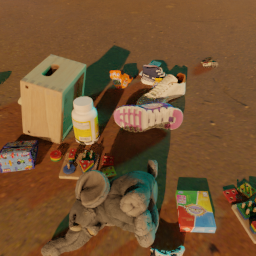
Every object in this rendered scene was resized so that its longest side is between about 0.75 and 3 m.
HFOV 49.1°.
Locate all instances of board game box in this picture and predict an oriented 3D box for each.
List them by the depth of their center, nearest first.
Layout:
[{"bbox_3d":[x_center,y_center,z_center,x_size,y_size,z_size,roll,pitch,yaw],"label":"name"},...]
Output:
[{"bbox_3d":[1.892,2.350,7.965,0.956,0.252,1.249,1,37,1],"label":"board game box"}]

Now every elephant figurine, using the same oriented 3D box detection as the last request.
[{"bbox_3d":[-0.670,2.045,7.292,2.740,1.939,2.126,-5,5,19],"label":"elephant figurine"}]

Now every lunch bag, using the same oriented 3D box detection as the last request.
[{"bbox_3d":[-3.774,0.845,9.801,1.106,0.691,1.470,-6,25,-7],"label":"lunch bag"}]

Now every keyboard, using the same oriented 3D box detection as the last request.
[{"bbox_3d":[1.278,-3.347,15.763,0.581,0.110,2.065,16,40,20],"label":"keyboard"}]

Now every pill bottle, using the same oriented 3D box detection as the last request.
[{"bbox_3d":[-1.568,-0.276,10.314,0.924,1.660,0.924,0,37,0],"label":"pill bottle"}]

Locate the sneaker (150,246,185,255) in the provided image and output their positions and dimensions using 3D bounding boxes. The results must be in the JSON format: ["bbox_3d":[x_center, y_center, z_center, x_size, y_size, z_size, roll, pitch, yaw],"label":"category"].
[{"bbox_3d":[0.866,3.077,6.849,1.010,0.403,0.657,-34,56,-24],"label":"sneaker"}]

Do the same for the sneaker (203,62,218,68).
[{"bbox_3d":[4.716,-3.663,16.020,0.858,0.330,0.364,0,32,0],"label":"sneaker"}]

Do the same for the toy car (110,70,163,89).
[{"bbox_3d":[0.334,-2.219,13.491,2.497,0.831,1.225,10,-5,22],"label":"toy car"}]

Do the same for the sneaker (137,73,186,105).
[{"bbox_3d":[1.515,-1.774,12.725,2.885,1.222,1.051,-29,48,-32],"label":"sneaker"}]

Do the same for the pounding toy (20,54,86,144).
[{"bbox_3d":[-3.028,-1.253,11.077,2.123,2.750,2.987,17,39,3],"label":"pounding toy"}]

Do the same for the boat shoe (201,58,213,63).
[{"bbox_3d":[4.645,-3.992,16.504,0.793,0.257,0.290,-18,40,-23],"label":"boat shoe"}]

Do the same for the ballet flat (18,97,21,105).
[{"bbox_3d":[-4.247,-1.784,13.161,0.739,0.739,2.128,27,45,32],"label":"ballet flat"}]

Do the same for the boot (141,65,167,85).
[{"bbox_3d":[1.625,-2.583,14.054,2.012,0.909,0.732,12,38,16],"label":"boot"}]

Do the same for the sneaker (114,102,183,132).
[{"bbox_3d":[0.774,-0.559,11.329,2.718,1.093,1.202,0,30,-6],"label":"sneaker"}]

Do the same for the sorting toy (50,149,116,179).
[{"bbox_3d":[-1.556,1.173,9.427,2.400,0.406,1.157,3,37,3],"label":"sorting toy"}]

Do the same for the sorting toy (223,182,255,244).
[{"bbox_3d":[3.704,2.383,7.786,1.195,0.419,2.479,-7,37,-10],"label":"sorting toy"}]
